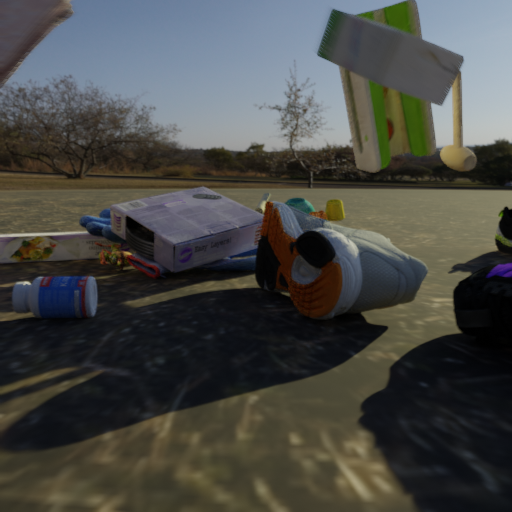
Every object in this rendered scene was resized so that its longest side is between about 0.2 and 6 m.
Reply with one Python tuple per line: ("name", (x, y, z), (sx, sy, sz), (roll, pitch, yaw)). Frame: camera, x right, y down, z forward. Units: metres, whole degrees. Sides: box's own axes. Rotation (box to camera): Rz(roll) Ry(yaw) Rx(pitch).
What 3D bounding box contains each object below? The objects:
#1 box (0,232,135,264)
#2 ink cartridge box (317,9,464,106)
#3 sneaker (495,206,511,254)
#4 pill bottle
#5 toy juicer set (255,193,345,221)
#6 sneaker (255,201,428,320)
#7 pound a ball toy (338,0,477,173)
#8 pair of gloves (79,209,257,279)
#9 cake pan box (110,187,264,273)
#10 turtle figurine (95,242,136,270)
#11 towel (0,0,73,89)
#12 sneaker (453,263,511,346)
("box", (-3.279, -0.163, 9.548), (2.350, 0.455, 0.487), (-3, 9, -19))
("ink cartridge box", (1.256, -1.926, 5.398), (0.845, 0.509, 1.162), (6, 25, -30))
("sneaker", (4.999, -0.460, 9.713), (0.858, 0.991, 2.393), (-3, 9, -19))
("pill bottle", (-2.056, 0.426, 5.744), (0.771, 0.433, 0.433), (-1, 9, -6))
("toy juicer set", (0.979, -1.110, 15.532), (2.646, 0.720, 1.683), (11, 29, 30))
("sneaker", (0.880, 0.061, 6.718), (1.358, 1.118, 2.953), (5, 14, -17))
("pound a ball toy", (2.660, -2.915, 10.267), (2.061, 3.161, 1.343), (-18, 19, -9))
("pair of gloves", (-1.216, -0.343, 9.224), (2.588, 0.367, 3.219), (-12, 26, -40))
("cake pan box", (-1.032, -0.474, 8.601), (1.934, 0.506, 1.781), (-18, 32, -40))
("turtle figurine", (-2.008, 0.046, 8.542), (0.900, 0.359, 1.115), (4, 10, -16))
("towel", (-3.830, -2.892, 7.304), (2.514, 2.401, 0.405), (39, -4, 28))
("sneaker", (2.222, 0.496, 4.574), (1.100, 0.769, 2.211), (-5, 4, 5))
